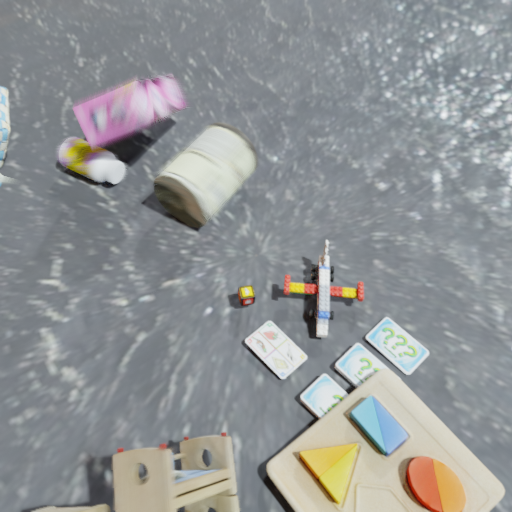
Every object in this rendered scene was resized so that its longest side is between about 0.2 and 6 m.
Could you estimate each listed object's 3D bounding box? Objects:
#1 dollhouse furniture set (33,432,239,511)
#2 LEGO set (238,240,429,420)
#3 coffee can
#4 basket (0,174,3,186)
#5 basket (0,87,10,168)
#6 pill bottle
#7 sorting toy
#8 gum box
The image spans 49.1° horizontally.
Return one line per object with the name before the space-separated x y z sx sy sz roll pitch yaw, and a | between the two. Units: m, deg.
dollhouse furniture set | -1.215 2.506 5.601 1.705 1.202 1.195 -14 73 24
LEGO set | 0.863 0.900 7.192 1.735 0.570 2.323 -36 64 -24
coffee can | -0.752 -1.237 8.507 0.989 0.989 1.351 27 58 19
basket | -4.525 -0.471 7.664 1.830 1.444 2.076 15 74 25
basket | -4.968 -2.140 8.823 1.951 1.357 1.720 10 46 -32
pill bottle | -2.627 -1.509 9.003 1.003 0.523 0.523 25 57 17
sorting toy | 1.664 2.679 5.904 1.997 0.398 2.702 -33 61 -20
gum box | -1.934 -2.311 8.772 1.054 0.614 1.857 -18 17 17
